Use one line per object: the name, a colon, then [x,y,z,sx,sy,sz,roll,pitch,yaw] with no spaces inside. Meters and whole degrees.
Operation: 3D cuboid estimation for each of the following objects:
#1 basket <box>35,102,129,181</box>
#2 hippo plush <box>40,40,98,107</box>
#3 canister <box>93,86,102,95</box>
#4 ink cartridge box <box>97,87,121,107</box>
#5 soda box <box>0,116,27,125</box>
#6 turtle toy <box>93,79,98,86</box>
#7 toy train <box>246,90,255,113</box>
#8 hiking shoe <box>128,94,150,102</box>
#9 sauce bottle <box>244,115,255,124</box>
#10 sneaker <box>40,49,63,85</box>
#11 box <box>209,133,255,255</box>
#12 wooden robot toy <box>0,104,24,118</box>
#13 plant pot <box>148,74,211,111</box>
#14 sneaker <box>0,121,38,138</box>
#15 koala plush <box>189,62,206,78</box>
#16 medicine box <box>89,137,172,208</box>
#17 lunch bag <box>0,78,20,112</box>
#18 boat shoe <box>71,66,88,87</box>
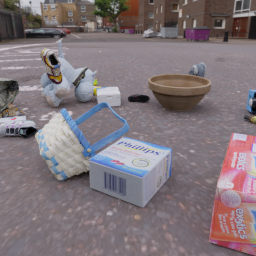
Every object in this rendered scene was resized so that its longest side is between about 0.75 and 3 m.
basket: [-1.348,0.202,8.263,2.464,1.714,2.172,-36,29,-5]
hippo plush: [-3.033,-2.435,14.655,2.390,2.973,2.368,6,-15,-40]
canister: [-2.033,-2.233,16.448,0.950,0.411,0.706,15,26,35]
ink cartridge box: [-1.026,-1.642,14.577,1.165,0.683,1.591,-3,23,-6]
soda box: [-4.748,-0.109,11.028,1.437,0.489,0.457,-6,23,-16]
turtle toy: [-2.285,-2.827,17.934,0.752,0.380,0.548,-1,46,5]
toy train: [6.896,-1.127,12.661,2.886,1.251,1.649,3,16,8]
hiking shoe: [0.596,-1.649,14.923,1.173,0.444,0.591,4,25,11]
sauce bottle: [5.401,-0.338,11.855,0.321,0.321,0.992,-16,25,-34]
sneaker: [-2.598,-2.080,9.837,0.521,1.390,0.626,-39,44,-23]
box: [2.852,1.317,6.281,1.480,1.366,2.885,9,24,22]
wooden robot toy: [-5.375,-0.840,12.729,1.261,0.572,0.556,-12,24,-27]
plant pot: [2.457,-1.696,13.751,2.998,1.384,2.998,1,23,-1]
sneaker: [-4.075,0.098,10.417,1.441,0.560,1.008,-13,25,-29]
koala plush: [4.152,-3.014,16.680,1.529,1.664,1.475,18,27,37]
medicine box: [0.114,1.076,7.515,1.604,0.906,1.761,13,25,28]
lunch bag: [-6.664,-1.468,12.748,2.336,1.675,2.849,2,25,18]
boat shoe: [-1.657,-1.817,9.893,0.825,0.248,0.294,-52,11,-12]
